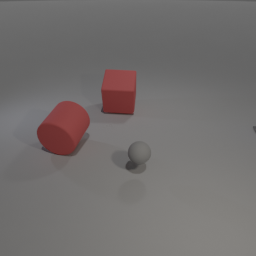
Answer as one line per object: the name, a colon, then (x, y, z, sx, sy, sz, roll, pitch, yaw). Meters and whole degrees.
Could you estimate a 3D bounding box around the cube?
cube: (-0.371, -1.633, 12.565, 1.400, 1.400, 1.400, 3, 49, 4)

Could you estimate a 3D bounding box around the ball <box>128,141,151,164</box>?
ball: (0.345, 0.742, 8.419, 0.700, 0.700, 0.700, 0, 28, 0)

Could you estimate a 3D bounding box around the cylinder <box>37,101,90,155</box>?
cylinder: (-2.231, -0.013, 9.842, 1.400, 1.400, 1.400, 8, 39, 14)
